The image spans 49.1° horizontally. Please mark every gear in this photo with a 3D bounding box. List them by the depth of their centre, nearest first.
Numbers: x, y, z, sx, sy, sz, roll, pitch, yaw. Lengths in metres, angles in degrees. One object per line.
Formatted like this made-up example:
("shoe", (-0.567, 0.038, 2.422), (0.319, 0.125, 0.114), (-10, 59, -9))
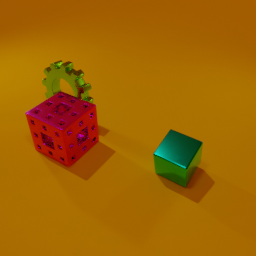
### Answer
("gear", (-1.861, -1.120, 8.549), (1.818, 1.818, 0.336), (24, 39, 26))

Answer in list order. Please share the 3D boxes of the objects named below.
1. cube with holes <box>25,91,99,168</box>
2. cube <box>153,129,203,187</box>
("cube with holes", (-1.721, 0.001, 7.623), (1.285, 1.285, 1.285), (22, 44, 25))
("cube", (1.231, 0.739, 6.892), (0.884, 0.884, 0.884), (23, 58, 26))
